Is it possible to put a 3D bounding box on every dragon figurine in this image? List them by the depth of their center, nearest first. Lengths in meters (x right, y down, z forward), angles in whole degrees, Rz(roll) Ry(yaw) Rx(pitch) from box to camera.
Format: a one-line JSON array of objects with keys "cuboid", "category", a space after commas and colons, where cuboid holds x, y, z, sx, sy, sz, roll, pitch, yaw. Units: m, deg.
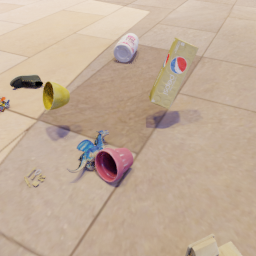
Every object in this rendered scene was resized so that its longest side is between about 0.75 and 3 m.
[{"cuboid": [-1.310, 0.823, 9.310, 2.162, 0.636, 1.075, -32, 49, -33], "category": "dragon figurine"}]

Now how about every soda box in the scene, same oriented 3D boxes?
[{"cuboid": [1.584, -1.946, 10.118, 0.811, 2.395, 0.767, 20, 20, -10], "category": "soda box"}]

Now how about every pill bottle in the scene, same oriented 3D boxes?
[{"cuboid": [-0.049, -4.492, 15.489, 1.068, 1.068, 1.884, 9, 40, 11], "category": "pill bottle"}]

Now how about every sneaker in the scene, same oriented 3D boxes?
[{"cuboid": [-4.702, -2.114, 12.992, 1.409, 0.527, 0.749, -21, 41, -26], "category": "sneaker"}]

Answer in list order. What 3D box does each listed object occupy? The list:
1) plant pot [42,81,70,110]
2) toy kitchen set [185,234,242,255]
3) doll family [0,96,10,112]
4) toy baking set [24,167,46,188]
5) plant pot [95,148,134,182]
[{"cuboid": [-2.465, -1.105, 9.797, 0.711, 1.002, 1.002, -1, 33, -38], "category": "plant pot"}, {"cuboid": [1.893, 3.253, 5.676, 1.770, 1.444, 1.597, -16, 42, -19], "category": "toy kitchen set"}, {"cuboid": [-5.354, -0.922, 11.738, 0.560, 0.407, 0.902, 23, 62, 16], "category": "doll family"}, {"cuboid": [-2.955, 1.565, 8.846, 0.607, 0.092, 0.790, -24, 45, -31], "category": "toy baking set"}, {"cuboid": [-0.365, 1.065, 8.815, 1.038, 1.038, 0.929, 31, 32, 33], "category": "plant pot"}]
